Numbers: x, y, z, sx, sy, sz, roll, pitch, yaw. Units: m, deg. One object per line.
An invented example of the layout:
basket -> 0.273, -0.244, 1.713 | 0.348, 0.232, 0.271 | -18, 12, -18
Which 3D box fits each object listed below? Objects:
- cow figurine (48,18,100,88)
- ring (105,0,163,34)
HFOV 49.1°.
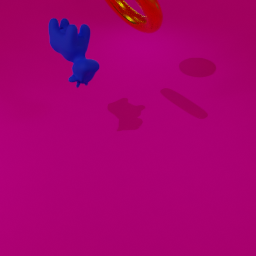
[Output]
cow figurine -> -1.412, -1.900, 7.161 | 1.542, 1.518, 0.847 | 26, 31, 27
ring -> 0.023, -3.008, 6.593 | 1.946, 1.946, 0.389 | 39, 87, 30
